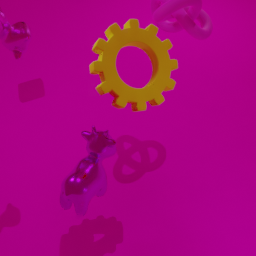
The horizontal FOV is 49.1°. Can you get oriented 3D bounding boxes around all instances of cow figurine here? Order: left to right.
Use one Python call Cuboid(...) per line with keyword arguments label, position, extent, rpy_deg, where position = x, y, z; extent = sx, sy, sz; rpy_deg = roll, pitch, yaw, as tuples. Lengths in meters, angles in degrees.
Cuboid(label="cow figurine", position=(-2.061, -1.486, 4.220), extent=(1.123, 1.105, 0.616), rpy_deg=(-14, 55, -15))
Cuboid(label="cow figurine", position=(-0.653, 0.663, 4.673), extent=(0.682, 1.222, 1.242), rpy_deg=(17, 30, 21))

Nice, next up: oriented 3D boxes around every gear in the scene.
Cuboid(label="gear", position=(0.106, -0.929, 4.244), extent=(1.330, 0.246, 1.330), rpy_deg=(0, 90, -20))

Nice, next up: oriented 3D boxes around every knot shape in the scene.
Cuboid(label="knot shape", position=(1.006, -2.288, 5.582), extent=(1.464, 0.676, 1.370), rpy_deg=(24, 13, 13))
